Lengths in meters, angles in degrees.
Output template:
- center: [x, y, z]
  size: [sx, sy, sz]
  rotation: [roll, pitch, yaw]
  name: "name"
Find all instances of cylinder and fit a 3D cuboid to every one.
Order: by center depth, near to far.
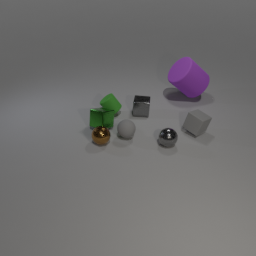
- center: [-0.746, -1.014, 12.078]
  size: [0.700, 0.700, 0.700]
  rotation: [-33, 23, 16]
  name: "cylinder"
- center: [2.813, -2.336, 13.024]
  size: [1.400, 1.400, 1.400]
  rotation: [32, 17, -30]
  name: "cylinder"

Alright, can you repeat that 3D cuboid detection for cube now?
- center: [2.677, -0.220, 10.854]
  size: [0.700, 0.700, 0.700]
  rotation: [-17, 45, -44]
  name: "cube"
- center: [-1.037, -0.395, 11.133]
  size: [0.700, 0.700, 0.700]
  rotation: [14, 17, 34]
  name: "cube"
- center: [0.595, -0.949, 12.229]
  size: [0.700, 0.700, 0.700]
  rotation: [5, 32, 4]
  name: "cube"

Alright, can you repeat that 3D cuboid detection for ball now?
- center: [1.457, 0.341, 10.182]
  size: [0.700, 0.700, 0.700]
  rotation: [0, 32, 0]
  name: "ball"
- center: [-0.989, 0.267, 10.274]
  size: [0.700, 0.700, 0.700]
  rotation: [0, 32, 0]
  name: "ball"
- center: [-0.059, 0.023, 10.554]
  size: [0.700, 0.700, 0.700]
  rotation: [0, 32, 0]
  name: "ball"
